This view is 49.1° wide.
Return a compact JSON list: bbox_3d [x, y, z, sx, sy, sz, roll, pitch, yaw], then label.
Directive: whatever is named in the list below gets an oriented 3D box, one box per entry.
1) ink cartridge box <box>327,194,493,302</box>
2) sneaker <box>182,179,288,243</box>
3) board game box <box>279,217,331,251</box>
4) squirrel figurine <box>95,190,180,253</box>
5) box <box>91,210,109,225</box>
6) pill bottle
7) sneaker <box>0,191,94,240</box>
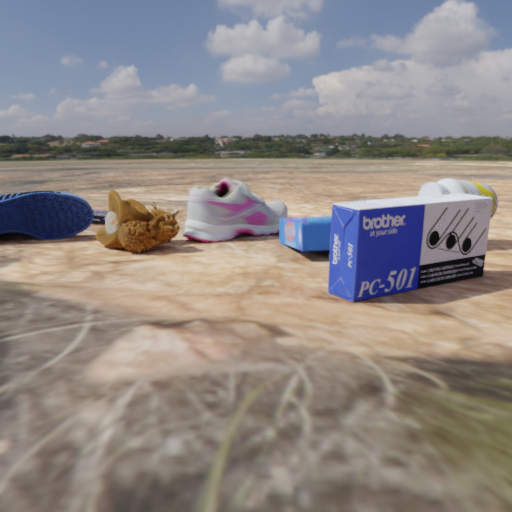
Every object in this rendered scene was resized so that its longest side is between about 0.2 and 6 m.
[{"bbox_3d":[2.069,-0.171,7.372,2.450,1.152,0.542,-7,16,-31],"label":"ink cartridge box"},{"bbox_3d":[-0.315,-0.982,11.185,1.043,1.131,2.563,11,17,43],"label":"sneaker"},{"bbox_3d":[1.666,-0.430,9.767,2.247,0.506,1.709,-2,6,-10],"label":"board game box"},{"bbox_3d":[-1.924,-0.492,9.978,1.299,0.985,1.392,3,21,-44],"label":"squirrel figurine"},{"bbox_3d":[-3.560,-0.890,12.968,1.229,0.222,0.879,7,13,22],"label":"box"},{"bbox_3d":[3.589,-0.974,10.030,1.360,0.762,0.762,2,10,-28],"label":"pill bottle"},{"bbox_3d":[-4.633,-0.834,10.853,2.821,0.989,1.099,-5,21,-17],"label":"sneaker"}]
